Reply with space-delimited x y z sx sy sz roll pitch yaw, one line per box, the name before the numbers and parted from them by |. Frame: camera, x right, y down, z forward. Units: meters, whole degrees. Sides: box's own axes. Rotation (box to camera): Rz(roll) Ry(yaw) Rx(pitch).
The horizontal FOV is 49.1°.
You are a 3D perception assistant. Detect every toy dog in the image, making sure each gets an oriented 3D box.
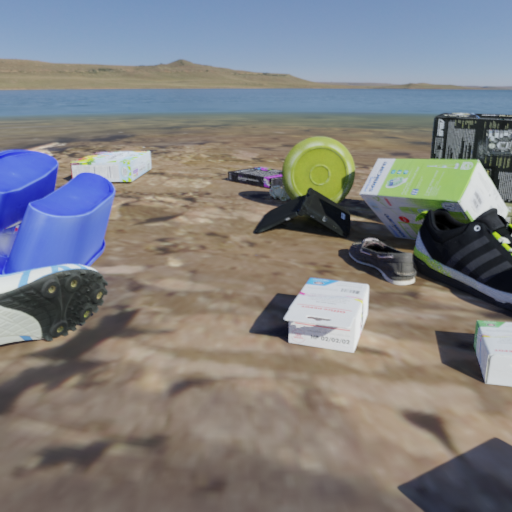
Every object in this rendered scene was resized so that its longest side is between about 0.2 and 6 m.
toy dog | 0.543 -1.497 13.185 0.524 0.365 0.508 15 11 41

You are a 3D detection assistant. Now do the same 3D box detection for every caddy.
caddy | -3.295 -0.481 8.306 1.968 1.461 2.784 21 21 -3

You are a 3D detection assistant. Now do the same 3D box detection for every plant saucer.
plant saucer | 1.331 -1.715 11.828 1.573 1.573 0.244 -1 15 -2

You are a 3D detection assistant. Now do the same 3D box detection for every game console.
game console | 0.957 -0.653 10.858 1.497 0.991 1.702 31 21 -1

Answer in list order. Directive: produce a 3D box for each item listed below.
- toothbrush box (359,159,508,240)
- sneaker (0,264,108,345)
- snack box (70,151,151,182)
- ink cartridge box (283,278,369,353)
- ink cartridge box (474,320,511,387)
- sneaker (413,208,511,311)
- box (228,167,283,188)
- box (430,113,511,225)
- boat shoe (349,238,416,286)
toothbrush box | 2.864 -0.866 9.103 1.863 0.802 1.356 15 -21 49
sneaker | -2.794 0.530 5.860 2.572 0.924 0.932 -16 39 -41
snack box | -4.098 -2.585 16.103 1.665 0.620 2.341 1 18 3
ink cartridge box | 0.799 0.682 6.243 0.735 0.433 1.277 6 19 18
ink cartridge box | 2.514 0.960 5.529 0.579 0.348 0.796 3 17 12
sneaker | 3.147 -0.054 7.435 0.954 1.102 2.661 -14 22 -36
box | 0.233 -2.145 15.274 1.229 0.310 1.719 -16 25 -42
box | 4.007 -1.390 9.886 1.750 2.136 0.920 10 21 29
boat shoe | 1.899 -0.037 8.430 0.547 0.466 1.637 -5 19 -16
